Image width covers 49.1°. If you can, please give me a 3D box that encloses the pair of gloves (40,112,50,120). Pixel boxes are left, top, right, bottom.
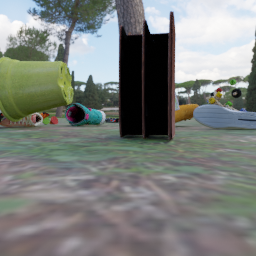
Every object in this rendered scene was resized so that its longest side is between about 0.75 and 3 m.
[{"bbox_3d":[-4.804,-0.544,13.075,1.632,0.227,1.832,-22,-24,31],"label":"pair of gloves"}]

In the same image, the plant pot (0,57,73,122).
[{"bbox_3d":[-3.495,-1.629,10.953,2.347,2.553,2.553,-7,2,6],"label":"plant pot"}]

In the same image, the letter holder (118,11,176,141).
[{"bbox_3d":[0.394,-0.989,5.923,1.219,2.425,1.723,0,3,9],"label":"letter holder"}]

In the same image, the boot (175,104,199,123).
[{"bbox_3d":[2.167,-0.754,12.255,2.131,1.047,2.977,-12,-5,-9],"label":"boot"}]

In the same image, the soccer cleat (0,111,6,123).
[{"bbox_3d":[-5.100,-0.546,11.317,1.579,0.538,0.578,-30,12,3],"label":"soccer cleat"}]

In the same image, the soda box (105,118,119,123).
[{"bbox_3d":[-1.072,-0.517,18.989,0.911,0.322,0.288,1,5,5],"label":"soda box"}]

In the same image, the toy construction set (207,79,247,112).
[{"bbox_3d":[4.603,-0.939,14.719,2.656,2.215,2.041,-25,-3,42],"label":"toy construction set"}]

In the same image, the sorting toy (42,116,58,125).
[{"bbox_3d":[-4.574,-0.348,15.404,0.506,0.509,1.469,-27,-16,36],"label":"sorting toy"}]

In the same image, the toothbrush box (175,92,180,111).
[{"bbox_3d":[1.073,-0.869,8.624,0.517,0.874,1.200,-13,-1,-8],"label":"toothbrush box"}]

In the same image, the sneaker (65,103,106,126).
[{"bbox_3d":[-2.484,-0.589,13.417,2.559,1.070,1.545,4,-5,40],"label":"sneaker"}]

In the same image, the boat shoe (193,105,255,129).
[{"bbox_3d":[3.598,-0.285,10.209,2.405,0.866,0.746,11,-8,15],"label":"boat shoe"}]

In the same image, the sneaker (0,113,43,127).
[{"bbox_3d":[-4.556,-0.407,12.039,0.981,0.706,1.876,-4,-4,40],"label":"sneaker"}]
